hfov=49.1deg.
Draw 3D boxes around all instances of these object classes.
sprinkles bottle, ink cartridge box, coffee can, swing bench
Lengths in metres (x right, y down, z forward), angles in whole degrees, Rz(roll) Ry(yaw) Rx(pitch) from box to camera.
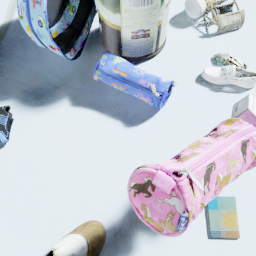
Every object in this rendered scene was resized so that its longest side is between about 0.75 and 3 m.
[{"bbox_3d":[2.839,-4.451,9.357,2.086,0.712,0.712,-38,68,-19],"label":"sprinkles bottle"},{"bbox_3d":[2.374,-0.079,5.083,0.959,0.404,0.700,42,37,-5],"label":"ink cartridge box"},{"bbox_3d":[0.159,-3.544,7.637,2.101,2.870,2.101,0,62,0],"label":"coffee can"},{"bbox_3d":[3.125,-3.620,8.981,0.927,0.604,0.932,-17,63,-9],"label":"swing bench"}]

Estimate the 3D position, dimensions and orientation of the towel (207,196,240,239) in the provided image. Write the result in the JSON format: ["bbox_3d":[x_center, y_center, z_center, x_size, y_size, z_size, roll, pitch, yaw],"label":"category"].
[{"bbox_3d":[2.121,1.977,6.263,0.667,0.099,0.909,2,63,1],"label":"towel"}]

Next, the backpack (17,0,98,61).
[{"bbox_3d":[-2.035,-3.489,7.888,1.966,2.668,2.922,8,73,14],"label":"backpack"}]

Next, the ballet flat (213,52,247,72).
[{"bbox_3d":[3.033,-1.996,8.230,1.065,0.379,0.368,37,64,18],"label":"ballet flat"}]

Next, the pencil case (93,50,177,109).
[{"bbox_3d":[0.146,-1.268,7.438,2.208,0.959,0.862,26,106,9],"label":"pencil case"}]

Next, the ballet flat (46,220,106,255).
[{"bbox_3d":[-1.468,2.748,5.346,2.612,0.945,0.886,-39,60,-19],"label":"ballet flat"}]

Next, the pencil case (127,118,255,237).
[{"bbox_3d":[1.113,0.589,4.125,2.389,1.034,0.989,-22,102,-40],"label":"pencil case"}]

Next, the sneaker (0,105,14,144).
[{"bbox_3d":[-3.159,-0.128,7.220,0.433,0.390,1.112,-24,63,-4],"label":"sneaker"}]

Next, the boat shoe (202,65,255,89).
[{"bbox_3d":[2.896,-1.547,7.895,1.558,0.540,0.552,9,62,5],"label":"boat shoe"}]
